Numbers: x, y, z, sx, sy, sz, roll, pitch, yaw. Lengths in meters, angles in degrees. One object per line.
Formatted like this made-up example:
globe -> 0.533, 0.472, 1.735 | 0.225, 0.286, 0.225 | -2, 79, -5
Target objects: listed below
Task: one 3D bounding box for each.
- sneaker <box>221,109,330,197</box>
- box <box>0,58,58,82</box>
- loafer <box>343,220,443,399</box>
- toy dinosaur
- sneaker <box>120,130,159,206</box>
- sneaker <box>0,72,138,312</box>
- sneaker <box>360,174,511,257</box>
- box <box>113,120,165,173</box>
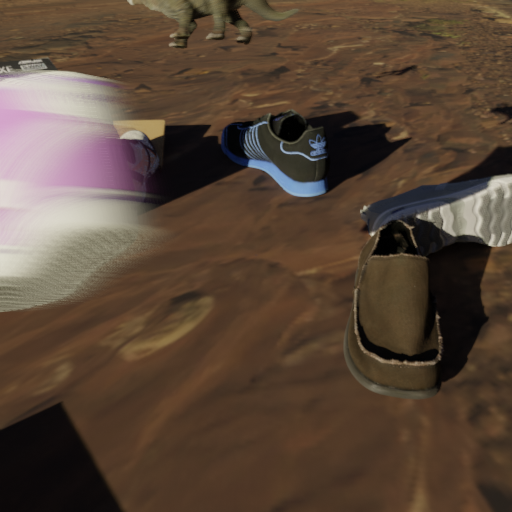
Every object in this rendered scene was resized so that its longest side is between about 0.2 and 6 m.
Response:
sneaker -> 0.344, -2.376, 11.270 | 1.178, 1.309, 3.359 | -20, 36, -28
box -> -3.759, -1.256, 7.990 | 2.168, 2.750, 0.684 | -16, 40, -24
loafer -> 1.601, 0.472, 6.732 | 1.075, 1.050, 2.945 | 2, 31, 4
toy dinosaur -> -0.427, -2.262, 4.847 | 1.576, 0.806, 0.607 | -3, 8, 5
sneaker -> -2.353, -1.878, 10.559 | 0.885, 0.960, 2.400 | -3, 37, -3
sneaker -> -1.492, -0.356, 3.572 | 2.111, 1.203, 0.765 | -25, -17, 37
sneaker -> 3.124, -0.830, 8.834 | 3.079, 1.151, 1.263 | -9, 32, -13
box -> -2.806, -2.370, 12.017 | 1.633, 0.212, 1.997 | -1, 40, -5
